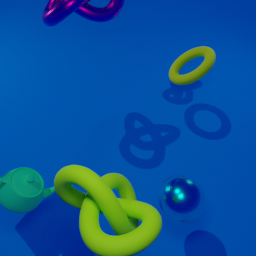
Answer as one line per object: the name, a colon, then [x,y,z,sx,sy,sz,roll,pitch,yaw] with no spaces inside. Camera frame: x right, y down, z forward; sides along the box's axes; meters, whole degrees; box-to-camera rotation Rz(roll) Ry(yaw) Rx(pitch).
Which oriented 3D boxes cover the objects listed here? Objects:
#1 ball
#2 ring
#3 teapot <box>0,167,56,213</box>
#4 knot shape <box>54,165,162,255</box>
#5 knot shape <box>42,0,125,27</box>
ball: [1.015,1.357,5.374,0.912,0.912,0.912,0,56,0]
ring: [1.711,-1.687,7.564,1.346,0.269,1.346,-28,35,23]
teapot: [-1.960,1.144,5.368,1.428,0.699,0.888,19,39,-34]
knot shape: [-0.177,0.993,3.306,0.644,1.393,1.303,-57,33,2]
knot shape: [-0.937,-2.855,5.881,1.771,0.875,1.893,-5,58,-7]
